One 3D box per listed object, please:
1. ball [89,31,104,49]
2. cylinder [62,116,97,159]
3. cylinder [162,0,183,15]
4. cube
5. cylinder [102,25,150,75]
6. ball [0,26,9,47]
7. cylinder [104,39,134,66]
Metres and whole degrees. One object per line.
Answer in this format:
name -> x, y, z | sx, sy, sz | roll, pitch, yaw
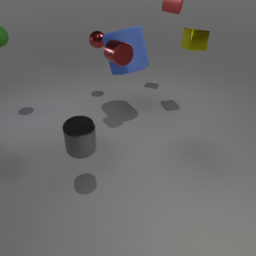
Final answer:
ball -> -1.261, -3.641, 11.544 | 0.700, 0.700, 0.700 | 0, 31, 0
cylinder -> -1.061, 0.202, 6.214 | 0.700, 0.700, 0.700 | 2, 43, -2
cylinder -> 1.790, -4.976, 11.200 | 0.700, 0.700, 0.700 | 18, 34, 11
cube -> 2.392, -3.161, 10.015 | 0.700, 0.700, 0.700 | -1, 24, -16
cylinder -> -0.061, -2.731, 9.855 | 1.400, 1.400, 1.400 | -13, 20, 5
ball -> -4.312, -3.017, 9.227 | 0.700, 0.700, 0.700 | 0, 31, 0
cylinder -> -0.297, -2.334, 8.666 | 0.700, 0.700, 0.700 | -17, 31, -26
